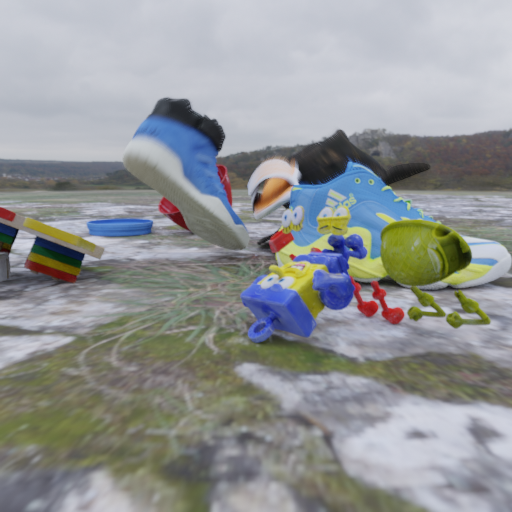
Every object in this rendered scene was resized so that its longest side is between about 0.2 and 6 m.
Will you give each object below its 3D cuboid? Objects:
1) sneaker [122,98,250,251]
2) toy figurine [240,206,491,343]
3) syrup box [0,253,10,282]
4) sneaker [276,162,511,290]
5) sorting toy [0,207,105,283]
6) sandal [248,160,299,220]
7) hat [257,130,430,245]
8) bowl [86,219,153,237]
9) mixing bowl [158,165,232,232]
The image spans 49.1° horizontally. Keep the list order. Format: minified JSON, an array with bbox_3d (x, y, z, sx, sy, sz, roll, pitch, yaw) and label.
[{"bbox_3d":[-0.901,-1.514,10.224,1.195,1.733,3.115,0,-32,43],"label":"sneaker"},{"bbox_3d":[0.695,0.501,5.660,1.599,1.408,2.669,-38,24,-26],"label":"toy figurine"},{"bbox_3d":[-4.077,0.225,8.090,0.431,0.446,1.095,2,9,11],"label":"syrup box"},{"bbox_3d":[1.983,-0.489,8.248,3.425,1.799,1.297,1,8,7],"label":"sneaker"},{"bbox_3d":[-3.432,-0.189,8.347,2.021,0.709,4.192,23,-6,-21],"label":"sorting toy"},{"bbox_3d":[0.245,-1.344,10.061,0.919,0.687,2.399,-32,15,16],"label":"sandal"},{"bbox_3d":[1.575,-1.742,12.270,4.196,1.693,4.196,-26,-3,-2],"label":"hat"},{"bbox_3d":[-3.616,-0.759,14.928,1.730,0.340,1.730,0,9,0],"label":"bowl"},{"bbox_3d":[-1.435,-1.387,15.097,2.116,1.146,2.116,-24,31,16],"label":"mixing bowl"}]
